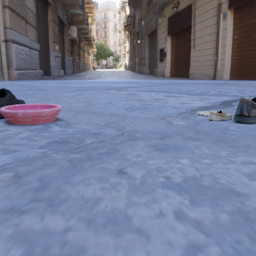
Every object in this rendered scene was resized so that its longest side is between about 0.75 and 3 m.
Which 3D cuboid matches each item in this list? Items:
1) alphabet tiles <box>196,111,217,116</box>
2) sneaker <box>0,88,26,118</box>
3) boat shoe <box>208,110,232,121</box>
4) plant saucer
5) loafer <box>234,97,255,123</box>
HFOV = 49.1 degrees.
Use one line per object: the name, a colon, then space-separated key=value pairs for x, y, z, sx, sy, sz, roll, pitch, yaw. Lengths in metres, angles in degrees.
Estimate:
alphabet tiles: x=2.743 y=-0.473 z=9.356 sx=0.822 sy=0.061 sz=0.840 roll=-7 pitch=14 yaw=-29
sneaker: x=-3.940 y=-0.870 z=9.235 sx=0.753 sy=0.900 sz=1.983 roll=-2 pitch=10 yaw=3
boat shoe: x=2.783 y=-0.395 z=8.361 sx=0.875 sy=0.303 sz=0.323 roll=-7 pitch=13 yaw=-29
plant saucer: x=-2.797 y=-0.416 z=8.167 sx=1.679 sy=0.425 sz=1.679 roll=0 pitch=12 yaw=0
loafer: x=3.905 y=-0.624 z=8.435 sx=0.819 sy=0.717 sz=2.280 roll=10 pitch=15 yaw=41
